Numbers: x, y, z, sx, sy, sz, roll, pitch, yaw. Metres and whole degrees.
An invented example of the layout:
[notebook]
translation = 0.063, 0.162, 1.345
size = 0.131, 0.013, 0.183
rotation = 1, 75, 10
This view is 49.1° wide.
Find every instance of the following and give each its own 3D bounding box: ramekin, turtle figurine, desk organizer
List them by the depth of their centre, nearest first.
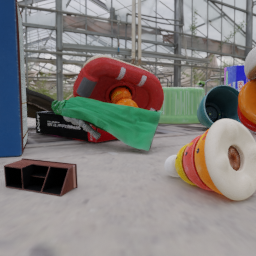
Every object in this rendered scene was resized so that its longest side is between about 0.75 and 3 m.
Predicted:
[desk organizer]
translation = -0.964, 0.530, 3.085
size = 0.772, 0.277, 0.297
rotation = 2, 9, 23
[ramekin]
translation = 1.884, -0.987, 11.701
size = 2.809, 1.372, 2.809
rotation = 0, 6, 0
[turtle figurine]
translation = 4.314, -1.544, 14.590
size = 2.663, 1.916, 2.582
rotation = -5, 11, -12

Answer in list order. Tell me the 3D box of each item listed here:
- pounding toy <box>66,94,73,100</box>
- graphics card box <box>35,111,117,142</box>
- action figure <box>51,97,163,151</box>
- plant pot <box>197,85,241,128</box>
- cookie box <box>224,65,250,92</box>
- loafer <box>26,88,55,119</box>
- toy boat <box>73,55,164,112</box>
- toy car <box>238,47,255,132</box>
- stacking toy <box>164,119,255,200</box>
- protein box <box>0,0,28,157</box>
[pounding toy]
translation = -3.390, -1.140, 16.145
size = 1.085, 0.652, 1.405
rotation = -34, -19, -21
[graphics card box]
translation = -1.086, -0.126, 7.314
size = 2.508, 0.638, 1.574
rotation = 7, 10, 40
[action figure]
translation = -0.506, -0.187, 5.557
size = 2.178, 0.596, 1.287
rotation = 17, 35, 9
[plant pot]
translation = 2.764, -0.531, 8.748
size = 1.311, 1.311, 1.232
rotation = -1, -9, -7
[cookie box]
translation = 6.332, -1.786, 13.807
size = 2.956, 2.529, 1.111
rotation = -1, 3, -11
[loafer]
translation = -3.183, -0.666, 8.807
size = 2.699, 0.963, 0.985
rotation = 28, -26, -11
[toy boat]
translation = -0.159, -0.854, 8.378
size = 2.801, 1.828, 1.831
rotation = 12, 40, -29
[toy car]
translation = 4.088, -0.723, 7.340
size = 2.888, 2.528, 2.166
rotation = -5, -28, -33
[stacking toy]
translation = 0.795, 0.405, 3.134
size = 0.810, 0.810, 1.109
rotation = -5, -11, -36
[protein box]
translation = -3.321, -0.951, 5.020
size = 2.744, 2.764, 1.865
rotation = -2, 7, -17
